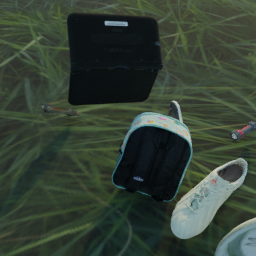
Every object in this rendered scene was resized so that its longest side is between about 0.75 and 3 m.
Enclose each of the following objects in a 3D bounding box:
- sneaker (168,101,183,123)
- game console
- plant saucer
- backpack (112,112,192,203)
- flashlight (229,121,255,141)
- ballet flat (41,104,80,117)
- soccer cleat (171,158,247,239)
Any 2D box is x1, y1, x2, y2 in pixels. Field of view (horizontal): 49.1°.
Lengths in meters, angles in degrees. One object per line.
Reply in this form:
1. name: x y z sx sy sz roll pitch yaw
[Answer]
1. sneaker: 1.318 -0.347 8.925 0.673 0.480 1.356 -2 52 -3
2. game console: -0.430 -1.759 7.447 2.360 1.373 2.075 -5 88 -20
3. plant saucer: 2.749 2.327 5.427 2.164 2.164 0.543 4 30 3
4. backpack: 0.683 0.614 7.059 1.761 2.003 1.536 19 34 5
5. flashlight: 3.513 0.074 8.523 0.957 0.325 0.324 -27 79 -27
6. ballet flat: -2.080 -0.482 8.690 0.444 1.317 0.305 0 81 44
7. soccer cleat: 1.968 1.609 6.794 2.514 0.975 0.871 -36 59 -23
